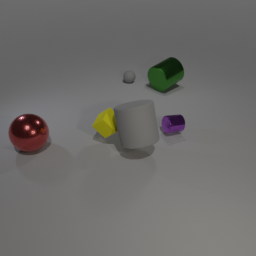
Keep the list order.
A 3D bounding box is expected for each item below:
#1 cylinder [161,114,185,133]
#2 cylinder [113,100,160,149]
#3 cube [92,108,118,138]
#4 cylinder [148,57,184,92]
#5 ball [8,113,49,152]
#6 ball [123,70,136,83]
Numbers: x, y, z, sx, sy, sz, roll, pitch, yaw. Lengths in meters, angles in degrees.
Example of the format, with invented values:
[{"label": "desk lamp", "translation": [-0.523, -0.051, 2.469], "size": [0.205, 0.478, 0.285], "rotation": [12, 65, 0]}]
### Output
[{"label": "cylinder", "translation": [1.810, -0.173, 11.207], "size": [0.700, 0.700, 0.700], "rotation": [-6, 32, -23]}, {"label": "cylinder", "translation": [0.305, -0.154, 9.718], "size": [1.400, 1.400, 1.400], "rotation": [-10, 14, 3]}, {"label": "cube", "translation": [-0.758, -0.188, 10.340], "size": [0.700, 0.700, 0.700], "rotation": [-27, 28, 41]}, {"label": "cylinder", "translation": [1.995, -2.835, 14.789], "size": [1.400, 1.400, 1.400], "rotation": [-34, 44, -28]}, {"label": "ball", "translation": [-3.596, 0.173, 10.192], "size": [1.400, 1.400, 1.400], "rotation": [0, 32, 0]}, {"label": "ball", "translation": [0.084, -2.896, 15.757], "size": [0.700, 0.700, 0.700], "rotation": [0, 32, 0]}]
